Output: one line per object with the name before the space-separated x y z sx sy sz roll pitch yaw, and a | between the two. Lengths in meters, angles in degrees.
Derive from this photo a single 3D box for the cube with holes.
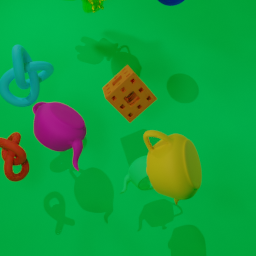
cube with holes | 0.019 -0.887 7.151 0.906 0.906 0.906 -41 114 9

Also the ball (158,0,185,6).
ball | 1.128 -3.704 7.184 1.053 1.053 1.053 0 68 0

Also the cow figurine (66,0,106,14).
cow figurine | -1.501 -4.251 8.516 1.628 1.654 0.908 18 78 12

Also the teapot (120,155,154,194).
teapot | 0.433 1.135 6.625 1.458 0.906 0.714 -19 48 -3

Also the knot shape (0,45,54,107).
knot shape | -2.468 -1.146 6.674 0.654 1.415 1.324 23 84 21

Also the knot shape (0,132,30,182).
knot shape | -2.504 0.658 6.168 0.519 1.124 1.052 -16 98 -21

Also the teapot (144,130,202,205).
teapot | 0.816 0.784 5.206 0.936 1.912 1.189 -14 31 28

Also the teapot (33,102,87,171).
teapot | -1.573 0.082 6.412 1.969 1.224 0.964 46 112 20
